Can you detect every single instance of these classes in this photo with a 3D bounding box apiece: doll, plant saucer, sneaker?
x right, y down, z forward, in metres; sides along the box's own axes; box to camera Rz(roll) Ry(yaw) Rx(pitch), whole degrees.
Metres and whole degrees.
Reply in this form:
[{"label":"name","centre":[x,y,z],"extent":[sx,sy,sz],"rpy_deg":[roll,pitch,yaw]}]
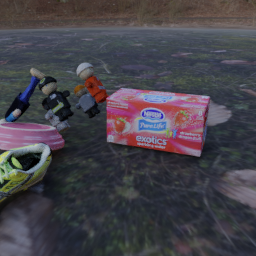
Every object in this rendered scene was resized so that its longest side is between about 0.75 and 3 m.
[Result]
[{"label":"doll","centre":[-2.938,-0.698,7.700],"extent":[0.474,1.958,1.336],"rpy_deg":[32,6,-21]},{"label":"plant saucer","centre":[-2.558,0.176,7.004],"extent":[1.914,0.485,1.914],"rpy_deg":[5,5,-1]},{"label":"sneaker","centre":[-2.487,0.919,5.076],"extent":[0.968,0.981,2.567],"rpy_deg":[46,39,6]}]

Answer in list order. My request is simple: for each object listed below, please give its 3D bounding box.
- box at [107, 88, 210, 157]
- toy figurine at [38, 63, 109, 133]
[{"label":"box","centre":[0.792,-0.229,7.495],"extent":[2.563,1.277,1.223],"rpy_deg":[9,23,18]},{"label":"toy figurine","centre":[-1.585,-0.847,7.913],"extent":[1.766,1.229,1.739],"rpy_deg":[-30,-7,-23]}]
